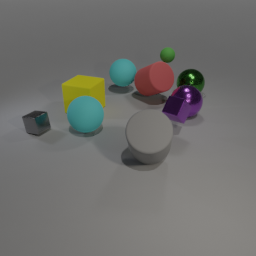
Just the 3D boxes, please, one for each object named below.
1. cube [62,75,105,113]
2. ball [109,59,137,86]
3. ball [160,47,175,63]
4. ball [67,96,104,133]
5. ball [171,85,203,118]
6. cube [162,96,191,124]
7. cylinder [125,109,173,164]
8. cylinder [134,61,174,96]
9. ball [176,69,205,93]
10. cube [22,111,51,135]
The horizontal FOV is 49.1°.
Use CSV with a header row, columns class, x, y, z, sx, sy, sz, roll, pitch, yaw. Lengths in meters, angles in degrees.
class,x,y,z,sx,sy,sz,roll,pitch,yaw
cube,-1.954,-1.457,12.619,1.400,1.400,1.400,11,30,19
ball,-0.259,-2.847,14.429,1.400,1.400,1.400,0,29,0
ball,1.847,-3.403,13.080,0.700,0.700,0.700,0,29,0
ball,-1.621,-0.525,10.708,1.400,1.400,1.400,0,29,0
ball,2.507,-1.148,12.078,1.400,1.400,1.400,0,29,0
cube,1.799,-0.678,10.340,0.700,0.700,0.700,19,77,38
cylinder,0.674,0.309,8.814,1.400,1.400,1.400,-2,70,5
cylinder,1.231,-2.310,13.317,1.400,1.400,1.400,-17,6,-28
ball,3.150,-2.275,14.115,1.400,1.400,1.400,0,29,0
cube,-3.576,-0.223,10.977,0.700,0.700,0.700,7,27,30
